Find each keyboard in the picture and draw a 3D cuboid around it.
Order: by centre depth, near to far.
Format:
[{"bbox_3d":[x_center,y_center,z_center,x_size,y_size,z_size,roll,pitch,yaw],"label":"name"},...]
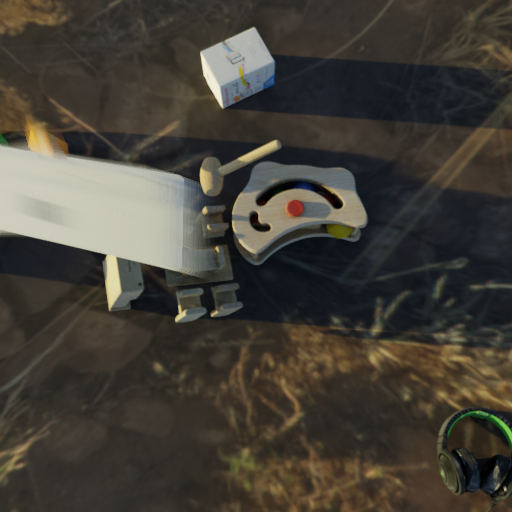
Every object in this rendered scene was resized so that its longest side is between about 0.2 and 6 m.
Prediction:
[{"bbox_3d":[-3.038,-0.825,8.076,4.571,0.244,1.286,12,116,22],"label":"keyboard"}]

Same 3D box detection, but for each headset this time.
[{"bbox_3d":[4.017,3.879,9.913,1.482,1.128,2.401,10,66,3],"label":"headset"}]

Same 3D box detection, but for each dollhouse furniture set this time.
[{"bbox_3d":[-1.652,0.289,10.873,2.312,1.536,2.027,-5,76,-24],"label":"dollhouse furniture set"}]

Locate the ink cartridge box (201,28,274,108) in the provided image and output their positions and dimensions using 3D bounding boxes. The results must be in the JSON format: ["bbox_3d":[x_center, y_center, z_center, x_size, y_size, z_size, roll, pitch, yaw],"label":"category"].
[{"bbox_3d":[-0.385,-3.929,11.794,1.280,0.942,0.926,-27,79,-5],"label":"ink cartridge box"}]

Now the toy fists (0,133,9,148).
[{"bbox_3d":[-6.561,-1.308,11.048,3.680,1.265,1.876,-37,80,-9],"label":"toy fists"}]

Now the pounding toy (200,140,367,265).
[{"bbox_3d":[0.487,-0.923,10.626,3.258,1.869,1.863,5,73,1],"label":"pounding toy"}]

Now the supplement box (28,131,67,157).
[{"bbox_3d":[-3.843,-2.030,10.324,1.025,0.341,0.353,27,113,43],"label":"supplement box"}]
